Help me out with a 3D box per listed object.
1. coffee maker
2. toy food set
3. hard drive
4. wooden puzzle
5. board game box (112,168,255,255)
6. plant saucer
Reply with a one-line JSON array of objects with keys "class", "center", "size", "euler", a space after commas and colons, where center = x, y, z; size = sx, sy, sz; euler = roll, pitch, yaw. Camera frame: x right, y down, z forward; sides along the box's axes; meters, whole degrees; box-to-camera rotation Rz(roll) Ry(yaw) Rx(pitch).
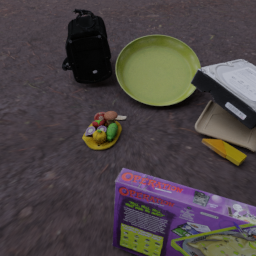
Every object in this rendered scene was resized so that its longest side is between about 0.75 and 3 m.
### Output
[{"class": "coffee maker", "center": [-1.239, -2.913, 9.188], "size": [1.554, 2.216, 2.307], "euler": [8, 34, -16]}, {"class": "toy food set", "center": [-0.616, -0.097, 7.133], "size": [0.876, 0.486, 1.488], "euler": [9, 39, 12]}, {"class": "hard drive", "center": [3.182, -1.062, 7.508], "size": [2.751, 0.520, 1.922], "euler": [-19, 55, -43]}, {"class": "wooden puzzle", "center": [2.636, -0.056, 7.250], "size": [1.661, 0.288, 2.462], "euler": [28, 47, 25]}, {"class": "board game box", "center": [1.031, 1.589, 4.075], "size": [2.591, 1.555, 0.419], "euler": [15, 40, 15]}, {"class": "plant saucer", "center": [0.910, -1.728, 8.589], "size": [2.571, 0.399, 2.571], "euler": [0, 66, 0]}]
